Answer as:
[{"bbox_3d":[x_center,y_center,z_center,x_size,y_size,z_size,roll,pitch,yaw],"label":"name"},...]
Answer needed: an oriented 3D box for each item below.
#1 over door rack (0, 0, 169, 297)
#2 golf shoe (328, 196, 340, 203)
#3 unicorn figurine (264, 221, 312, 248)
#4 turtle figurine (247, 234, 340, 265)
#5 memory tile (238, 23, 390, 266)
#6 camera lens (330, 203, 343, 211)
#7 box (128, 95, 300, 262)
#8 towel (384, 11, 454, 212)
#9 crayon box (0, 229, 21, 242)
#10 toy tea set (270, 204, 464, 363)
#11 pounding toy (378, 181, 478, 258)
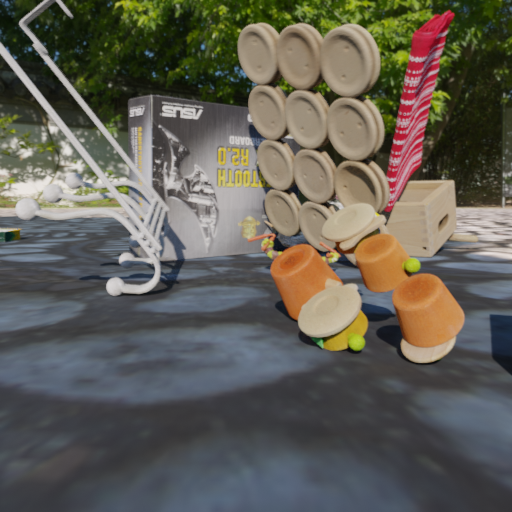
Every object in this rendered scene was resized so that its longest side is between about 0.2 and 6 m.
[{"bbox_3d":[-2.011,-1.245,6.022,1.070,3.211,2.372,-25,16,-1],"label":"over door rack"},{"bbox_3d":[2.333,-1.083,15.501,1.299,1.138,2.949,21,13,8],"label":"golf shoe"},{"bbox_3d":[1.039,-0.380,9.516,1.023,0.550,1.489,-35,-41,25],"label":"unicorn figurine"},{"bbox_3d":[0.434,0.050,6.799,1.189,0.383,0.959,12,16,2],"label":"turtle figurine"},{"bbox_3d":[0.750,-1.401,7.229,0.255,3.039,2.330,-28,33,-30],"label":"memory tile"},{"bbox_3d":[1.483,-0.708,10.225,0.514,0.514,0.642,5,4,36],"label":"camera lens"},{"bbox_3d":[-0.587,-1.221,9.153,3.041,2.408,0.735,-5,9,-41],"label":"box"},{"bbox_3d":[2.409,-2.179,8.411,0.295,2.620,1.895,16,35,20],"label":"towel"},{"bbox_3d":[-5.480,-0.438,12.007,0.595,0.244,0.946,0,7,0],"label":"crayon box"},{"bbox_3d":[0.728,0.302,3.864,0.997,0.621,1.677,-32,27,2],"label":"toy tea set"},{"bbox_3d":[2.707,-0.556,9.546,1.607,1.241,1.746,4,24,36],"label":"pounding toy"}]
